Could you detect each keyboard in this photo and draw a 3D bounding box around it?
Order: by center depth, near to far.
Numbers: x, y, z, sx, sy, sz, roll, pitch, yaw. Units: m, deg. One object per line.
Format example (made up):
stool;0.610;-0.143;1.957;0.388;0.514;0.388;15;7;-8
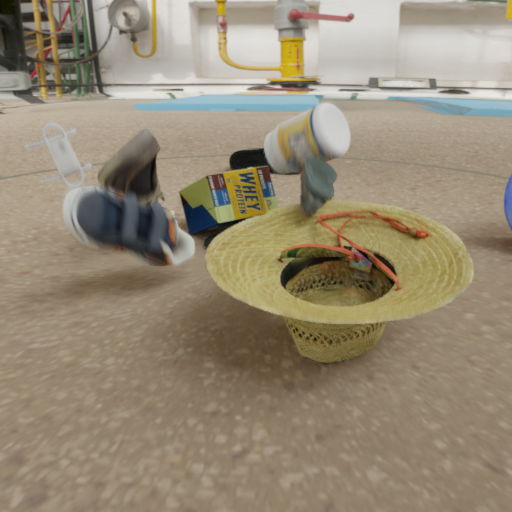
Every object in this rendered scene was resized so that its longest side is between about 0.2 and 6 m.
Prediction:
keyboard;1.148;-0.188;11.064;2.473;0.941;4.751;-16;27;-36

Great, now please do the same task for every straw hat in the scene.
straw hat;1.169;0.595;8.021;3.793;1.605;3.793;-1;27;0

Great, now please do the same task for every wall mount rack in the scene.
wall mount rack;-4.123;-2.023;11.577;1.174;1.351;0.504;-20;20;-2

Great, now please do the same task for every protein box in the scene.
protein box;-0.643;-1.254;12.800;1.593;1.075;1.582;-14;0;-31

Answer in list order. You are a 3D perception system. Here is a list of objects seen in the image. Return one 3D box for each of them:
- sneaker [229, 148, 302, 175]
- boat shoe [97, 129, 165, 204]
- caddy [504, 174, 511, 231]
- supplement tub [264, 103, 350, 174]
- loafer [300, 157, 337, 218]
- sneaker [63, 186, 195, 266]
sneaker;0.480;-3.367;19.161;2.705;1.024;1.184;2;16;6
boat shoe;-2.401;-1.410;11.338;1.282;1.261;3.441;-52;9;-23
caddy;6.931;-1.137;11.296;3.626;2.563;1.903;6;16;17
supplement tub;0.995;-2.278;11.105;1.468;1.062;1.062;-16;6;41
loafer;0.945;-1.174;9.312;0.645;0.564;1.794;30;25;-5
sneaker;-1.975;-0.492;9.316;1.032;1.019;2.599;-4;-15;25
